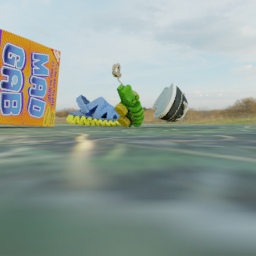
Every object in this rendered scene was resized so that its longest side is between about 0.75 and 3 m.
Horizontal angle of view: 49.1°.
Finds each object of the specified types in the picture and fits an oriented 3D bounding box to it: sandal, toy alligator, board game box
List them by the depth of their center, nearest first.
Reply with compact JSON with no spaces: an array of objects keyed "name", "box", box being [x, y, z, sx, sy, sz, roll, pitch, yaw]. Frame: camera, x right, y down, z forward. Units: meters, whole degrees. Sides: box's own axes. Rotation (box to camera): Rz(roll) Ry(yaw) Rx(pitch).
[{"name":"toy alligator","box":[0.066,-0.562,6.236,0.549,0.600,2.025,27,-27,26]},{"name":"board game box","box":[-3.474,-1.239,7.621,2.196,2.198,2.196,6,1,31]},{"name":"sandal","box":[-0.967,-0.600,9.907,2.538,1.105,1.009,4,0,9]}]

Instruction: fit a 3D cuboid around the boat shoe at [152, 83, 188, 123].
[{"name":"boat shoe","box":[1.245,-0.621,7.607,0.826,1.036,2.739,31,14,-2]}]
